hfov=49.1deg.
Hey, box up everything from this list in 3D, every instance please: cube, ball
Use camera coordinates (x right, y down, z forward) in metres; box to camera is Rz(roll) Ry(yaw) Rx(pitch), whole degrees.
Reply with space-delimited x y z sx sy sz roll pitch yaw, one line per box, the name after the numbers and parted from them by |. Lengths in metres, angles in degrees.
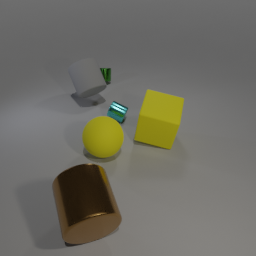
1.127 -0.314 10.193 1.400 1.400 1.400 15 48 5 | cube
-0.844 0.300 9.482 1.400 1.400 1.400 0 31 0 | ball

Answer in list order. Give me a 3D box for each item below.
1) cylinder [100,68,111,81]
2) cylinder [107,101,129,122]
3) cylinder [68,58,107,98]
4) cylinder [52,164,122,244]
-1.284 -2.959 15.486 0.700 0.700 0.700 1 14 0 | cylinder
-0.435 -0.686 11.816 0.700 0.700 0.700 26 34 2 | cylinder
-1.870 -2.287 12.919 1.400 1.400 1.400 -22 -3 -1 | cylinder
-1.014 1.820 6.775 1.400 1.400 1.400 -11 50 -18 | cylinder
